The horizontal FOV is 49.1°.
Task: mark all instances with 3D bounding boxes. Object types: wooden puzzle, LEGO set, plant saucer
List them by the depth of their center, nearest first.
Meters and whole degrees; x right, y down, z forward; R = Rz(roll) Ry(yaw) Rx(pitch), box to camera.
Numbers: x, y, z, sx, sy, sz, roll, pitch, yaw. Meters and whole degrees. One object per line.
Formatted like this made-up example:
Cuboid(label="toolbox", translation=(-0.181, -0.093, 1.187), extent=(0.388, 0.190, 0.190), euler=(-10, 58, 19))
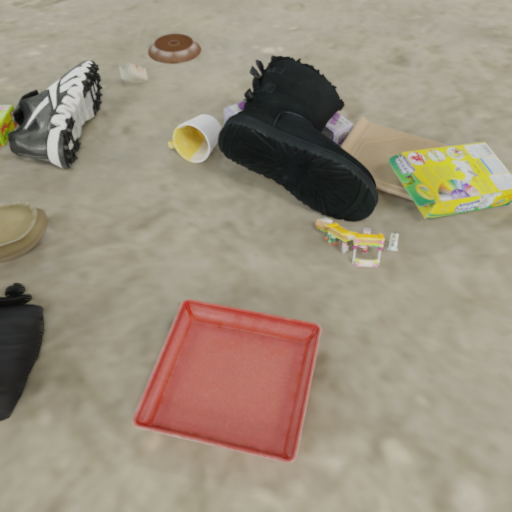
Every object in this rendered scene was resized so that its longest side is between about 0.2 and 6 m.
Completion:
Cuboid(label="plant saucer", translation=(-0.312, 1.667, 7.613), extent=(2.104, 0.387, 2.108), euler=(10, 47, 9))
Cuboid(label="LEGO set", translation=(1.615, -0.192, 9.376), extent=(1.460, 0.543, 0.672), euler=(12, 27, 21))
Cuboid(label="wooden puzzle", translation=(2.672, -1.812, 10.895), extent=(2.057, 0.383, 1.903), euler=(25, 51, 12))
Cuboid(label="plant saucer", translation=(-2.087, -5.320, 14.249), extent=(1.364, 0.250, 1.364), euler=(0, 48, 0))

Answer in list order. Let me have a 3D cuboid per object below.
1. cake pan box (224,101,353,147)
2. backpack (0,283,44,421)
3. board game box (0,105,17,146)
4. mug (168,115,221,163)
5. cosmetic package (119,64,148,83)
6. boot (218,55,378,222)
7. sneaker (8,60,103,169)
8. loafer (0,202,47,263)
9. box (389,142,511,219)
Cuboid(label="cake pan box", translation=(0.653, -2.665, 11.566), extent=(1.923, 0.546, 2.088), euler=(-27, 54, -20))
Cuboid(label="backpack", translation=(-4.139, 1.270, 7.136), extent=(2.360, 1.494, 1.970), euler=(8, 27, -7))
Cuboid(label="board game box", translation=(-6.062, -2.742, 11.697), extent=(1.815, 0.432, 0.922), euler=(1, 47, 1))
Cuboid(label="mug", translation=(-1.195, -2.454, 11.221), extent=(1.026, 0.822, 0.842), euler=(23, 43, 12))
Cuboid(label="cosmetic package", translation=(-2.819, -4.196, 12.886), extent=(0.337, 0.285, 0.653), euler=(-9, 4, 18))
Cuboid(label="boot", translation=(1.031, -2.304, 10.427), extent=(3.226, 1.194, 2.644), euler=(27, 48, 1))
Cuboid(label="sneaker", translation=(-4.174, -3.092, 11.576), extent=(1.489, 1.094, 3.292), euler=(4, 49, 0))
Cuboid(label="loafer", translation=(-4.642, -0.339, 9.082), extent=(2.401, 0.809, 0.913), euler=(-18, 65, -9))
Cuboid(label="box", translation=(3.492, -1.361, 10.081), extent=(2.180, 0.527, 1.279), euler=(-8, 55, -21))
